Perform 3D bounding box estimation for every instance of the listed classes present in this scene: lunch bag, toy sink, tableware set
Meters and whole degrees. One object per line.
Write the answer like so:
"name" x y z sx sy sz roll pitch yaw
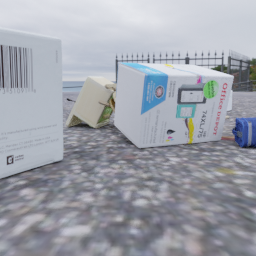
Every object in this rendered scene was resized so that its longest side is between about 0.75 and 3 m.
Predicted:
"lunch bag" 2.747 0.077 6.434 0.604 0.621 0.913 1 9 8
"toy sink" -1.042 -0.655 9.122 1.011 1.804 1.176 32 17 10
"tableware set" 0.054 -0.610 9.121 0.551 1.817 2.749 -39 -4 19

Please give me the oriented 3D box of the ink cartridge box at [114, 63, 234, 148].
"ink cartridge box" 1.024 -0.640 6.846 2.252 1.652 1.644 -4 21 -22

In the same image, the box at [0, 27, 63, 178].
"box" -2.311 -0.400 4.381 1.450 2.219 2.207 9 13 32

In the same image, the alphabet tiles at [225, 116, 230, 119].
"alphabet tiles" 2.533 -0.387 10.979 2.152 0.097 2.575 7 11 34

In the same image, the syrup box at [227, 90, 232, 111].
"syrup box" 4.176 -1.308 13.633 1.036 1.071 2.630 6 10 36

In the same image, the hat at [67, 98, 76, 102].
"hat" -1.914 -0.885 12.315 1.696 0.684 1.696 7 4 0
